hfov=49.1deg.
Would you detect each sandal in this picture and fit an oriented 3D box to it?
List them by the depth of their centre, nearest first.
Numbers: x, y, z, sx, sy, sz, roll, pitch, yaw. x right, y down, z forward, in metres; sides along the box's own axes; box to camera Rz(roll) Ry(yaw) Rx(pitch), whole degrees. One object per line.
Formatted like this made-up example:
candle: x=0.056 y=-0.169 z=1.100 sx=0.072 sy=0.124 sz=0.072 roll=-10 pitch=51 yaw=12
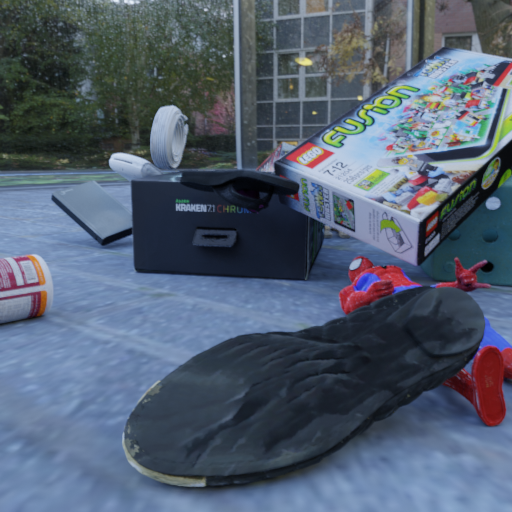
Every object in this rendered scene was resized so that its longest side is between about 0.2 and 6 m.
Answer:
sandal: x=-0.216 y=-0.769 z=6.883 sx=1.875 sy=0.449 sz=0.705 roll=8 pitch=-5 yaw=45

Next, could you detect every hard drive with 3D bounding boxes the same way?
hard drive: x=-2.996 y=-0.830 z=10.578 sx=1.454 sy=0.239 sz=1.015 roll=39 pitch=37 yaw=17

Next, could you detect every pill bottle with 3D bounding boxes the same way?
pill bottle: x=-2.822 y=0.392 z=5.782 sx=1.247 sy=0.683 sz=0.683 roll=-9 pitch=14 yaw=-41

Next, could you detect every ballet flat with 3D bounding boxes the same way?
ballet flat: x=0.427 y=0.843 z=3.600 sx=2.577 sy=0.856 sz=0.732 roll=-14 pitch=-28 yaw=-24

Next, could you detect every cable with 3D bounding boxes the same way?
cable: x=-1.509 y=-2.027 z=9.610 sx=0.375 sy=1.082 sz=1.082 roll=7 pitch=-9 yaw=7

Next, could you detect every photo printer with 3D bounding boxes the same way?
photo printer: x=-2.162 y=-1.546 z=10.446 sx=0.880 sy=0.367 sz=1.058 roll=18 pitch=-9 yaw=29

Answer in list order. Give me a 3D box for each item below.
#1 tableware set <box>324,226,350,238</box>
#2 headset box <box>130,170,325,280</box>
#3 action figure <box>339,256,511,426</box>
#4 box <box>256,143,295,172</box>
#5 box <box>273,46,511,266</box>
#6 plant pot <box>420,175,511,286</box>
tableware set: x=2.914 y=-1.134 z=13.498 sx=3.329 sy=0.758 sz=4.942 roll=1 pitch=11 yaw=1
headset box: x=-0.287 y=-0.623 z=9.069 sx=2.644 sy=1.409 sz=3.037 roll=3 pitch=11 yaw=10
action figure: x=1.547 y=0.480 z=5.264 sx=1.065 sy=0.842 sz=3.257 roll=-7 pitch=10 yaw=-11
box: x=0.935 y=-1.413 z=11.851 sx=1.962 sy=0.572 sz=2.866 roll=15 pitch=-12 yaw=-14
box: x=2.277 y=-1.523 z=7.240 sx=2.094 sy=0.660 sz=3.804 roll=29 pitch=55 yaw=36
plant pot: x=3.510 y=-0.898 z=8.536 sx=2.252 sy=2.251 sz=3.186 roll=3 pitch=26 yaw=17
